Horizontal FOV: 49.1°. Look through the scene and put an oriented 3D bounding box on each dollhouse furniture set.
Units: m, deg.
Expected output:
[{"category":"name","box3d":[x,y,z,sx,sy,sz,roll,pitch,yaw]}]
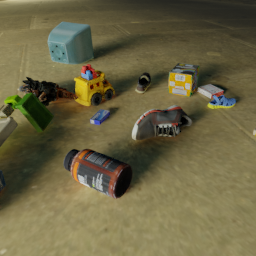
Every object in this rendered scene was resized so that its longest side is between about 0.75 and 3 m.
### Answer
[{"category":"dollhouse furniture set","box3d":[-4.366,0.089,10.410,1.735,1.329,2.649,-4,44,34]}]

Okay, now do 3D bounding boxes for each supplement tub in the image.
[{"category":"supplement tub","box3d":[-0.923,1.229,8.158,1.955,1.046,1.046,19,37,26]}]

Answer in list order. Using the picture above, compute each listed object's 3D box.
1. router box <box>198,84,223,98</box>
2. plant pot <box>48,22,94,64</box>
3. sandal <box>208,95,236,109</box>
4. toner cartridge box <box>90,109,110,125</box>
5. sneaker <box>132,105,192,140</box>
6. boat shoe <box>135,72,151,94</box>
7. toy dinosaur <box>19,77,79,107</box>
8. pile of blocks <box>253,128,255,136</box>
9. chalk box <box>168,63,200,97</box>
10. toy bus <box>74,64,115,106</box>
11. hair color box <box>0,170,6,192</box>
[{"category":"router box","box3d":[4.037,-1.805,13.698,0.823,0.224,0.917,-17,36,-25]},{"category":"plant pot","box3d":[-3.627,-4.982,17.098,2.143,2.149,2.189,14,41,21]},{"category":"sandal","box3d":[4.209,-1.199,12.449,1.294,0.564,0.514,-7,31,-14]},{"category":"toner cartridge box","box3d":[-1.157,-0.460,11.603,0.440,0.200,0.926,12,34,18]},{"category":"sneaker","box3d":[1.364,-0.111,10.367,2.668,1.028,1.092,-24,46,-31]},{"category":"boat shoe","box3d":[0.844,-2.362,14.060,0.652,0.577,1.781,18,44,1]},{"category":"toy dinosaur","box3d":[-3.671,-1.670,12.564,2.924,1.493,1.984,-11,11,23]},{"category":"pile of blocks","box3d":[5.121,0.395,9.909,0.759,0.575,1.849,-14,35,-21]},{"category":"chalk box","box3d":[2.839,-2.485,13.933,1.156,1.148,1.852,14,34,23]},{"category":"toy bus","box3d":[-1.537,-2.062,12.730,1.224,1.731,1.803,26,39,37]},{"category":"hair color box","box3d":[-4.392,1.920,7.430,1.065,0.644,2.129,9,33,14]}]
